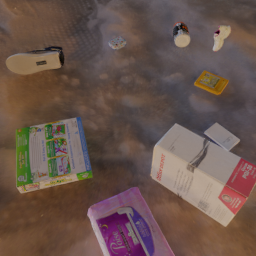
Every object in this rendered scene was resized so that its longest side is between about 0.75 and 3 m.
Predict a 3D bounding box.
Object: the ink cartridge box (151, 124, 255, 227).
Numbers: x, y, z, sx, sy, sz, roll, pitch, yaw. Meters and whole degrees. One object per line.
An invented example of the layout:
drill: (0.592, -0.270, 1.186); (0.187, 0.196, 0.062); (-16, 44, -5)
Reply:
ink cartridge box: (2.179, 1.384, 8.427); (2.775, 2.033, 1.148); (31, 58, 22)

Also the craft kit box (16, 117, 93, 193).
craft kit box: (-2.639, 0.858, 9.832); (2.413, 0.593, 2.444); (-9, 52, -11)

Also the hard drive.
hard drive: (3.520, 0.324, 10.497); (0.724, 0.139, 1.098); (-34, 59, -24)

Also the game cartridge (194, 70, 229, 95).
game cartridge: (3.682, -2.008, 12.333); (1.185, 0.192, 1.044); (27, 56, 21)

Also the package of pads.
package of pads: (0.128, 3.169, 7.642); (1.656, 1.040, 2.749); (-20, 54, -16)

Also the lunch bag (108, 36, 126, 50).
lunch bag: (-0.532, -4.286, 14.080); (0.840, 0.317, 0.673); (-30, 55, -21)

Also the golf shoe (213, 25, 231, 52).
golf shoe: (3.623, -3.607, 11.207); (0.550, 1.201, 0.452); (10, 52, -9)

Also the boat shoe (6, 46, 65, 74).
boat shoe: (-4.167, -3.178, 12.939); (2.597, 0.970, 1.205); (-3, 34, -1)

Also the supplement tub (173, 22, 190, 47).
supplement tub: (2.673, -4.749, 14.136); (0.785, 0.785, 1.281); (-1, 52, -1)
